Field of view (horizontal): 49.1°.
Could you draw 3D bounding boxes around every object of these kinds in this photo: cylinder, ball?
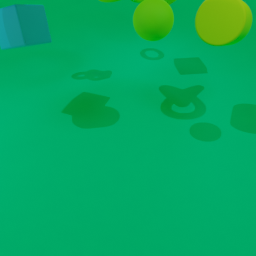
[{"bbox_3d":[2.147,-2.375,6.243,1.046,1.046,1.046,22,25,23],"label":"cylinder"},{"bbox_3d":[0.505,-2.156,5.591,0.811,0.811,0.811,0,42,0],"label":"ball"}]

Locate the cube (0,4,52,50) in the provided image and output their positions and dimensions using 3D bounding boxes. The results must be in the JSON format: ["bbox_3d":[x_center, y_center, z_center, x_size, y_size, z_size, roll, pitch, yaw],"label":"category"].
[{"bbox_3d":[-2.648,-2.525,7.029,0.919,0.919,0.919,2,21,30],"label":"cube"}]

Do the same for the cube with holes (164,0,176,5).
[{"bbox_3d":[0.901,-4.369,8.696,0.931,0.931,0.931,-30,68,17],"label":"cube with holes"}]

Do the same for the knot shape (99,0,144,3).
[{"bbox_3d":[-0.187,-3.476,6.324,2.004,0.926,1.876,15,51,-21],"label":"knot shape"}]
